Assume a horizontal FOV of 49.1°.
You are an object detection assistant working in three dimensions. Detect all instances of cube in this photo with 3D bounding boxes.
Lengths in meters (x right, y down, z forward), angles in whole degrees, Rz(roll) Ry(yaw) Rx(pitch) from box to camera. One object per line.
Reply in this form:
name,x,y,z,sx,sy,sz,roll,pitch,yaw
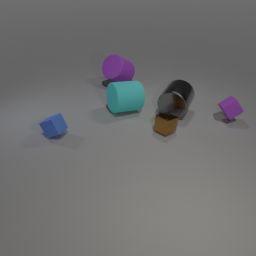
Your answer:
cube,4.569,-0.911,12.464,0.700,0.700,0.700,-35,16,13
cube,1.589,-0.183,11.765,0.700,0.700,0.700,-16,33,-42
cube,-3.032,-0.100,11.456,0.700,0.700,0.700,-16,18,28

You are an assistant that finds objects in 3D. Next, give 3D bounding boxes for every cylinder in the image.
cylinder,-0.536,-3.344,16.018,1.400,1.400,1.400,20,7,31
cylinder,-0.131,-1.480,13.207,1.400,1.400,1.400,-8,31,-25
cylinder,2.248,-1.347,13.041,1.400,1.400,1.400,13,37,21
